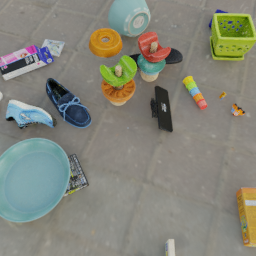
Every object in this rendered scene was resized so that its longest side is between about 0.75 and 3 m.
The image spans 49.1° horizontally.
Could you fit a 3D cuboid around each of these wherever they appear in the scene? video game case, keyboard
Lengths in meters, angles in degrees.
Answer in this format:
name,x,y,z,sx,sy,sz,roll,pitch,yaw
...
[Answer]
name,x,y,z,sx,sy,sz,roll,pitch,yaw
video game case,-3.460,-3.663,12.770,0.941,0.104,0.858,10,61,6
keyboard,1.201,-0.754,10.798,1.016,0.387,1.953,21,53,-34

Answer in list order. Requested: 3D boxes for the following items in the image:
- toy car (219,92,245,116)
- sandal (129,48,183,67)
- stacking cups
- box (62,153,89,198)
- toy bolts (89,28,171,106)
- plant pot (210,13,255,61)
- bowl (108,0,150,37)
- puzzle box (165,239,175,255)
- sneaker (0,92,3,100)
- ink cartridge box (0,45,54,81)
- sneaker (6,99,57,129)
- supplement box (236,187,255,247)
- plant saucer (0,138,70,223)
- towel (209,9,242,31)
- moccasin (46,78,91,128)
name,x,y,z,sx,sy,sz,roll,pitch,yaw
toy car,4.111,-0.897,11.151,0.397,0.585,1.192,-50,42,22
sandal,1.156,-2.934,12.186,2.454,0.553,0.921,-3,54,15
stacking cups,2.759,-1.418,11.329,0.444,0.444,1.466,-21,66,-12
box,-2.026,1.609,9.643,0.993,0.274,1.239,-24,63,-13
toy bolts,0.004,-2.459,10.973,2.873,1.993,2.745,-24,64,-15
plant pot,4.382,-3.837,12.090,1.602,1.461,1.610,2,60,2
bowl,0.200,-4.833,12.340,1.958,1.958,1.024,-28,60,-15
puzzle box,1.222,3.900,7.996,0.162,0.848,1.275,1,61,1
sneaker,-5.850,-1.279,10.871,1.777,0.752,0.647,-6,70,-22
ink cartridge box,-4.444,-2.931,12.151,2.241,0.416,1.061,-24,63,-12
sneaker,-3.671,-0.323,10.588,2.129,0.835,0.958,16,75,16
supplement box,3.871,2.783,8.799,0.591,0.571,1.718,0,60,1
plant saucer,-3.193,1.703,9.282,2.813,0.506,2.813,-4,62,7
towel,4.768,-4.975,13.400,1.592,0.394,1.175,26,70,14
moccasin,-2.435,-0.960,10.772,2.513,0.857,1.011,39,67,19
